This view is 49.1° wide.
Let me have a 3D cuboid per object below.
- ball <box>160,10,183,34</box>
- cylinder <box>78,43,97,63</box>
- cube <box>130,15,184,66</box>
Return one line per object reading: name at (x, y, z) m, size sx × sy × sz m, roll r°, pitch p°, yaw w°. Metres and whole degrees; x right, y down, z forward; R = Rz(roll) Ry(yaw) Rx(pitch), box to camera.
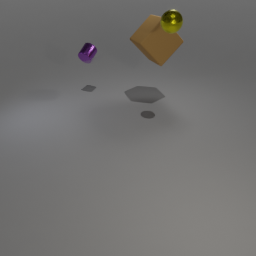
ball at (1.354, -3.299, 8.694) m, size 0.700 × 0.700 × 0.700 m, roll 0°, pitch 31°, yaw 0°
cylinder at (-1.931, -3.587, 13.409) m, size 0.700 × 0.700 × 0.700 m, roll 16°, pitch 65°, yaw 24°
cube at (1.185, -3.726, 11.884) m, size 1.400 × 1.400 × 1.400 m, roll -47°, pitch 31°, yaw 7°
